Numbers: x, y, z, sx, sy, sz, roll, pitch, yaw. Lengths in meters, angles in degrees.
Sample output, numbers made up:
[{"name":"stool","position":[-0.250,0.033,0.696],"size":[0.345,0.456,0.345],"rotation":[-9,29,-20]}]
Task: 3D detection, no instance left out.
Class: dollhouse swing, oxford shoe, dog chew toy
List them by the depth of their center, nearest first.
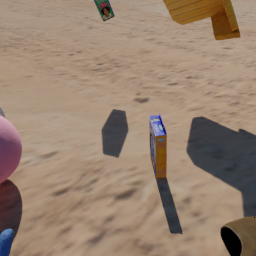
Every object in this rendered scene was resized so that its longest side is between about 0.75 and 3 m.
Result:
[{"name":"oxford shoe","position":[1.719,2.116,3.149],"size":[1.124,0.968,2.663],"rotation":[-6,23,1]},{"name":"dog chew toy","position":[-2.760,0.811,4.660],"size":[1.472,1.472,2.364],"rotation":[4,48,6]},{"name":"dollhouse swing","position":[1.693,-3.186,7.188],"size":[1.678,1.909,1.735],"rotation":[-16,47,27]}]

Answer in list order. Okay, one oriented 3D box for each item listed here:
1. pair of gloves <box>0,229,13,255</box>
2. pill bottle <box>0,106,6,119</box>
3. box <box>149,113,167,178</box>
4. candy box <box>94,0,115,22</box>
[{"name":"pair of gloves","position":[-2.766,1.796,3.380],"size":[2.531,0.288,2.035],"rotation":[1,60,-2]},{"name":"pill bottle","position":[-3.729,0.040,6.083],"size":[1.856,1.034,1.034],"rotation":[-5,34,-7]},{"name":"box","position":[0.586,0.311,5.537],"size":[0.247,1.193,0.710],"rotation":[-8,34,-2]},{"name":"candy box","position":[-0.783,-3.736,8.184],"size":[0.409,1.063,0.899],"rotation":[-24,27,6]}]
